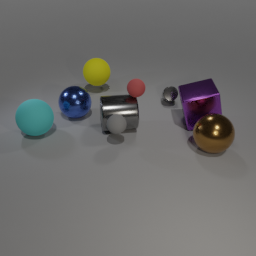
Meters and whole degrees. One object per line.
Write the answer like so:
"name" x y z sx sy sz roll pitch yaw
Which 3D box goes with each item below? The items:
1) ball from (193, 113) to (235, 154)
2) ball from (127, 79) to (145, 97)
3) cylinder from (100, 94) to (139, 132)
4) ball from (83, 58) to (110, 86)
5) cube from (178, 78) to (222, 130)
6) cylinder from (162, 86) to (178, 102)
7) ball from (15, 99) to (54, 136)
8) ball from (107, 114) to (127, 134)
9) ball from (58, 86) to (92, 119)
"ball" 2.970 0.185 9.724 1.400 1.400 1.400 0 30 0
"ball" 0.306 -1.505 10.527 0.700 0.700 0.700 0 30 0
"cylinder" -0.368 -0.603 11.089 1.400 1.400 1.400 -4 30 -8
"ball" -1.599 -2.865 14.338 1.400 1.400 1.400 0 30 0
"cube" 2.904 -0.959 11.306 1.400 1.400 1.400 -12 33 10
"cylinder" 1.971 -1.589 13.231 0.700 0.700 0.700 1 0 1
"ball" -3.547 -0.402 10.676 1.400 1.400 1.400 0 30 0
"ball" -0.402 -0.133 9.891 0.700 0.700 0.700 0 30 0
"ball" -2.265 -1.102 11.995 1.400 1.400 1.400 0 30 0
